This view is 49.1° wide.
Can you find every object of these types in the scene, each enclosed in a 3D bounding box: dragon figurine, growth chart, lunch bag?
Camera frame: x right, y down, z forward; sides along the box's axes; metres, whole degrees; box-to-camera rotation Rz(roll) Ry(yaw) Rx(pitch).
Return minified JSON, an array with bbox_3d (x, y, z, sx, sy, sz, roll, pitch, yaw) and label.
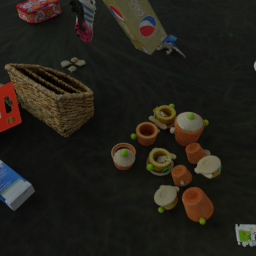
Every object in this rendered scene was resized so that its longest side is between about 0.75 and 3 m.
[{"bbox_3d":[1.716,-3.466,11.476,1.716,0.505,0.853,24,53,21],"label":"dragon figurine"},{"bbox_3d":[2.903,2.496,6.579,0.758,0.067,0.549,-2,50,-1],"label":"growth chart"},{"bbox_3d":[-4.282,-5.693,13.319,1.591,0.740,1.806,34,56,31],"label":"lunch bag"}]

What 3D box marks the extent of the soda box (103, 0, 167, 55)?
[{"bbox_3d":[0.146,-3.418,8.300,0.872,2.574,0.824,-48,47,-2],"label":"soda box"}]

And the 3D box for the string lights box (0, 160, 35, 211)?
[{"bbox_3d":[-3.173,1.440,7.270,1.354,0.399,0.696,29,55,23],"label":"string lights box"}]

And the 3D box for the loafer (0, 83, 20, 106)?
[{"bbox_3d":[-4.220,-1.243,9.553,1.411,0.482,0.534,29,55,23],"label":"loafer"}]

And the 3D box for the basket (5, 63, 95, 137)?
[{"bbox_3d":[-2.228,-1.212,8.684,2.367,1.763,1.689,31,56,25],"label":"basket"}]

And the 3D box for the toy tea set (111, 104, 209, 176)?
[{"bbox_3d":[0.874,0.218,7.871,1.755,1.093,2.952,33,56,25],"label":"toy tea set"}]

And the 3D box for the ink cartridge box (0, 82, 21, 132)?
[{"bbox_3d":[-4.710,-0.444,8.424,2.605,0.743,2.117,-29,53,-1],"label":"ink cartridge box"}]

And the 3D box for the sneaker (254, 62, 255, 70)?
[{"bbox_3d":[5.197,-2.147,10.260,0.548,0.608,1.483,-10,50,-10],"label":"sneaker"}]

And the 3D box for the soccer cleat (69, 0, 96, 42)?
[{"bbox_3d":[-1.286,-3.531,8.887,0.676,1.936,0.836,37,73,13],"label":"soccer cleat"}]

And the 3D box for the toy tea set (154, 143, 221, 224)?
[{"bbox_3d":[1.746,1.413,7.232,1.372,0.854,2.308,3,45,44],"label":"toy tea set"}]

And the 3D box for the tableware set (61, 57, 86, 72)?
[{"bbox_3d":[-2.128,-2.505,10.913,0.872,0.101,0.728,-34,57,-26],"label":"tableware set"}]
